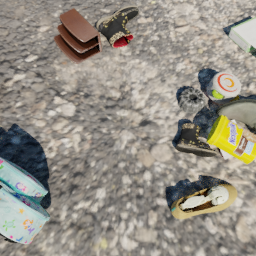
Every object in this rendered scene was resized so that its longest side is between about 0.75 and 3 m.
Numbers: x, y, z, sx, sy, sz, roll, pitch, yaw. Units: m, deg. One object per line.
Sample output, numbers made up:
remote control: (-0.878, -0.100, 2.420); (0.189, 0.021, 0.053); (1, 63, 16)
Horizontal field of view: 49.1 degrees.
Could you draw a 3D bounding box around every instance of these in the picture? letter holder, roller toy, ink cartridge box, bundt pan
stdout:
letter holder: (-2.463, -4.196, 12.862); (1.549, 1.096, 2.180); (-34, 65, -16)
roller toy: (3.897, -1.613, 11.459); (1.290, 0.902, 1.177); (-1, 65, -11)
ink cartridge box: (6.299, -4.044, 13.023); (1.910, 0.629, 2.625); (-27, 63, -15)
bundt pan: (2.641, -1.181, 11.476); (1.180, 0.443, 1.180); (0, 60, -1)
ink cartridge box: (3.809, 0.451, 10.656); (1.085, 0.338, 1.348); (-16, 74, -10)

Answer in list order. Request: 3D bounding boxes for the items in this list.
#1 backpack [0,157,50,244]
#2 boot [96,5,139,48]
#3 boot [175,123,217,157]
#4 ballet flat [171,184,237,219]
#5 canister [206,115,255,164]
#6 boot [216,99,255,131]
backpack: (-3.580, 2.212, 8.442); (2.614, 2.321, 1.968); (37, 71, 15)
boot: (-0.210, -4.828, 13.362); (2.270, 0.831, 1.709); (-25, 62, -10)
boot: (2.595, 0.451, 10.484); (1.486, 0.544, 1.119); (9, 61, 13)
ballet flat: (2.604, 2.384, 9.204); (2.437, 0.768, 0.836); (-18, 59, -11)
canister: (3.812, 0.414, 10.081); (1.633, 0.707, 1.213); (31, 58, 4)
boot: (4.921, -0.046, 10.561); (2.935, 0.994, 1.917); (0, 65, 1)
